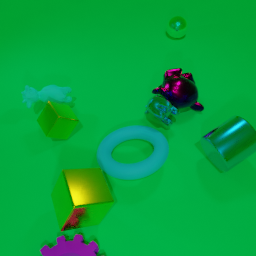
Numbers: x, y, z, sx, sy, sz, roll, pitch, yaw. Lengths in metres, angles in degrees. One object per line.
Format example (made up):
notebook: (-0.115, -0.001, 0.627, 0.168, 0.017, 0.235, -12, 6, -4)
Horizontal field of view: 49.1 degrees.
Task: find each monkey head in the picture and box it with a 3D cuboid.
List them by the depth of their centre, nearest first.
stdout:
monkey head: (1.470, -1.102, 8.793, 1.955, 1.407, 1.178, 18, 64, -27)

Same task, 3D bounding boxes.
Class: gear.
gear: (-1.208, 2.993, 5.677, 1.567, 0.290, 1.567, -1, 47, 2)

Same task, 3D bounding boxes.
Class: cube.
cube: (-1.047, 1.572, 6.287, 0.970, 0.970, 0.970, 2, 43, -34)
cube: (-1.994, -0.209, 7.968, 0.740, 0.740, 0.740, 12, 32, -51)

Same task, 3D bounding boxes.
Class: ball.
ball: (2.045, -4.190, 11.639, 0.883, 0.883, 0.883, 0, 49, 0)

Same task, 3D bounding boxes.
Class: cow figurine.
cow figurine: (0.867, -0.606, 8.218, 1.304, 1.325, 0.727, 37, 94, 37)
cow figurine: (-2.479, -0.975, 8.476, 1.252, 0.687, 1.232, 8, 17, 28)

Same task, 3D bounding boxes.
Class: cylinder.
cylinder: (2.617, 0.400, 7.209, 1.074, 1.074, 1.074, -33, 55, -5)

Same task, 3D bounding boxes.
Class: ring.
ring: (0.118, 0.600, 7.500, 1.946, 0.389, 1.946, -7, 37, 5)
